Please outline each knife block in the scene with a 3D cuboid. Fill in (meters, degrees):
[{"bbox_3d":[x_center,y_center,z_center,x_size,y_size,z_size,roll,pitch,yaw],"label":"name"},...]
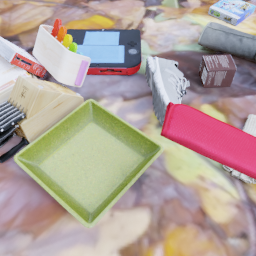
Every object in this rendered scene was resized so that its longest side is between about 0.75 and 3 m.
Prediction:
[{"bbox_3d":[-2.711,-0.156,7.782,0.865,2.374,2.705,34,14,23],"label":"knife block"}]

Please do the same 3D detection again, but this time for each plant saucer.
[{"bbox_3d":[-0.922,0.789,7.016,2.670,0.639,2.666,34,59,24],"label":"plant saucer"}]

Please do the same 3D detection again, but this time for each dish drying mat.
[{"bbox_3d":[1.798,0.396,3.843,2.808,0.256,1.078,25,29,0],"label":"dish drying mat"}]

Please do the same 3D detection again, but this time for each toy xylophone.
[{"bbox_3d":[-2.308,-2.130,8.835,0.681,1.983,2.709,-1,44,-45],"label":"toy xylophone"}]

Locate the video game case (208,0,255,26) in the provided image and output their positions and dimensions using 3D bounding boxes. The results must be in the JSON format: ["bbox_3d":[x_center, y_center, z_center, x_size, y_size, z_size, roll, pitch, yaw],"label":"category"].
[{"bbox_3d":[4.380,-4.971,11.795,1.348,0.338,1.487,37,60,25],"label":"video game case"}]

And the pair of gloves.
[{"bbox_3d":[3.923,0.793,7.134,2.641,0.463,2.246,31,58,23],"label":"pair of gloves"}]

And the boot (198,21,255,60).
[{"bbox_3d":[3.794,-2.665,9.515,2.878,1.044,2.617,27,42,12],"label":"boot"}]

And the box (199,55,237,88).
[{"bbox_3d":[2.856,-1.827,9.017,0.918,0.762,0.754,-3,52,-2],"label":"box"}]

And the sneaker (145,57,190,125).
[{"bbox_3d":[1.312,-1.200,8.302,1.216,1.109,2.967,-5,51,-4],"label":"sneaker"}]

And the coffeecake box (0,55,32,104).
[{"bbox_3d":[-3.989,-1.525,8.870,1.665,0.608,1.278,37,60,26],"label":"coffeecake box"}]

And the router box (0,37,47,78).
[{"bbox_3d":[-3.599,-2.358,9.066,1.571,1.410,0.384,37,97,26],"label":"router box"}]

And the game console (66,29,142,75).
[{"bbox_3d":[-0.977,-2.844,10.037,2.913,0.452,2.576,1,52,0],"label":"game console"}]
